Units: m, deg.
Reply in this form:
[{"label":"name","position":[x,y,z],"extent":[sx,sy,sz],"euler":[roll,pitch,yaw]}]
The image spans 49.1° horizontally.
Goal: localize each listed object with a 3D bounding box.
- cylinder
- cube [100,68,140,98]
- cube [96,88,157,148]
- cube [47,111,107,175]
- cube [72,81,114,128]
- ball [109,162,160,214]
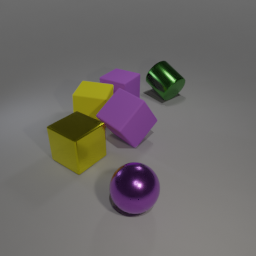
[{"label":"cylinder","position":[1.819,-2.303,13.645],"extent":[1.400,1.400,1.400],"euler":[-25,63,-33]},{"label":"cube","position":[-0.360,-1.848,13.302],"extent":[1.400,1.400,1.400],"euler":[19,37,26]},{"label":"cube","position":[-0.025,-0.370,10.474],"extent":[1.400,1.400,1.400],"euler":[32,80,39]},{"label":"cube","position":[-1.726,0.466,9.665],"extent":[1.400,1.400,1.400],"euler":[23,39,31]},{"label":"cube","position":[-1.450,-1.025,11.905],"extent":[1.400,1.400,1.400],"euler":[8,34,6]},{"label":"ball","position":[0.187,1.651,7.761],"extent":[1.400,1.400,1.400],"euler":[0,32,0]}]
